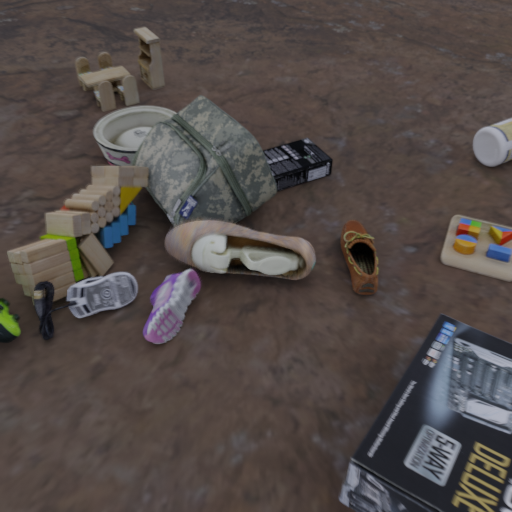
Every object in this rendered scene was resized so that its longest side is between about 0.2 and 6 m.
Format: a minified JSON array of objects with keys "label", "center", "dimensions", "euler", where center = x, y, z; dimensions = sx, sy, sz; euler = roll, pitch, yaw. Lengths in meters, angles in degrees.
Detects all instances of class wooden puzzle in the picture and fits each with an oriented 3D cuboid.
[{"label":"wooden puzzle","center":[4.626,-0.262,11.415],"dimensions":[1.447,0.362,1.562],"euler":[17,45,17]}]

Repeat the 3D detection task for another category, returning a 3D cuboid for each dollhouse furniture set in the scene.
[{"label":"dollhouse furniture set","center":[-3.987,-5.559,16.390],"dimensions":[2.288,1.520,2.006],"euler":[-22,47,-23]}]

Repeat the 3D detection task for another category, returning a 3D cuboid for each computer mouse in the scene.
[{"label":"computer mouse","center":[-3.037,0.778,10.056],"dimensions":[1.836,1.007,0.403],"euler":[-15,9,-31]}]

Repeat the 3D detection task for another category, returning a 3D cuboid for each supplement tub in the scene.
[{"label":"supplement tub","center":[6.155,-2.828,13.785],"dimensions":[1.351,0.976,0.976],"euler":[-21,46,-22]}]

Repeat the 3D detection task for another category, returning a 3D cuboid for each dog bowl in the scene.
[{"label":"dog bowl","center":[-2.841,-2.848,13.933],"dimensions":[2.226,0.821,2.226],"euler":[0,42,0]}]

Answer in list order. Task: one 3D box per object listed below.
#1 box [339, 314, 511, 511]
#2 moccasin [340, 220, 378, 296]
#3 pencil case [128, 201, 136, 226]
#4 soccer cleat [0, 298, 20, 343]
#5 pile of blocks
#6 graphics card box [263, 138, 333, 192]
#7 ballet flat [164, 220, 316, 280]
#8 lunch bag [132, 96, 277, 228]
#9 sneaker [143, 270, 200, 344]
[{"label":"box","center":[3.172,2.530,7.500],"dimensions":[2.837,0.895,3.597],"euler":[24,37,25]},{"label":"moccasin","center":[2.017,-0.097,10.949],"dimensions":[0.682,0.720,1.864],"euler":[5,42,2]},{"label":"pencil case","center":[-3.138,-1.279,12.283],"dimensions":[0.640,0.695,1.504],"euler":[-49,47,14]},{"label":"soccer cleat","center":[-5.519,0.837,9.830],"dimensions":[3.377,1.140,1.369],"euler":[27,71,23]},{"label":"pile of blocks","center":[-3.442,-0.509,11.014],"dimensions":[1.112,1.469,3.578],"euler":[7,46,35]},{"label":"graphics card box","center":[0.728,-2.169,13.427],"dimensions":[1.902,0.484,1.193],"euler":[-21,46,-20]},{"label":"ballet flat","center":[-0.306,-0.058,10.511],"dimensions":[2.924,0.995,0.983],"euler":[3,25,-1]},{"label":"lunch bag","center":[-1.224,-1.802,12.050],"dimensions":[2.336,1.941,2.785],"euler":[-37,49,-6]},{"label":"sneaker","center":[-1.622,0.894,10.015],"dimensions":[0.688,0.626,1.556],"euler":[3,46,29]}]
